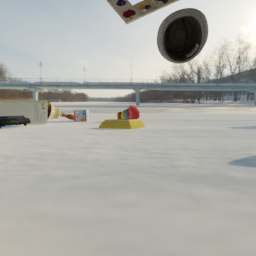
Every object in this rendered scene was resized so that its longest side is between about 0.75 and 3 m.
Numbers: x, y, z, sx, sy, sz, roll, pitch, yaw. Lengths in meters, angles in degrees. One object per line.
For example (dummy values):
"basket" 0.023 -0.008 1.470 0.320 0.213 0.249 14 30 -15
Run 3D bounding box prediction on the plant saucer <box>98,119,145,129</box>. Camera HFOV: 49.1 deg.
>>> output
"plant saucer" -0.148 -0.122 7.550 0.980 0.238 0.980 2 5 26

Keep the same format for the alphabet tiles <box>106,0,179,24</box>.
"alphabet tiles" 0.422 -3.056 5.742 2.075 1.734 0.078 -28 -25 -12

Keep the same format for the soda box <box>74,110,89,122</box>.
"soda box" -1.975 -0.535 12.028 0.540 0.502 1.578 0 4 -4

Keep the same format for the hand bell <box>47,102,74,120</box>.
"hand bell" -3.014 -0.587 12.932 1.694 0.882 0.882 15 -7 -43

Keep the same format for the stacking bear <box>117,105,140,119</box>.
"stacking bear" -0.067 -0.539 11.900 0.609 0.650 1.071 8 -10 -40

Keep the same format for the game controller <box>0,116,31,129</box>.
"game controller" -3.376 -0.128 7.696 0.845 0.341 1.620 -14 1 8

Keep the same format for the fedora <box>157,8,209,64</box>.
"fedora" 1.862 -3.394 10.050 1.859 2.102 0.949 -19 43 5

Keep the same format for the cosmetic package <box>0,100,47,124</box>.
"cosmetic package" -3.938 -0.536 9.489 2.268 0.829 1.174 0 3 -20
